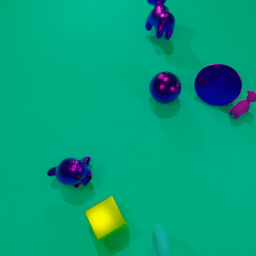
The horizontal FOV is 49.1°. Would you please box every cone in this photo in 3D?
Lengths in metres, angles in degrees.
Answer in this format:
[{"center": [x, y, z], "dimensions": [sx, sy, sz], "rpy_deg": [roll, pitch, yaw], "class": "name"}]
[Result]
[{"center": [3.098, -1.708, 9.357], "dimensions": [1.458, 1.458, 1.463], "rpy_deg": [24, 40, 11], "class": "cone"}]

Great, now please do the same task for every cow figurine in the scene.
[{"center": [3.653, -0.742, 8.773], "dimensions": [0.906, 0.892, 0.497], "rpy_deg": [-35, 70, -13], "class": "cow figurine"}, {"center": [1.210, -4.202, 10.057], "dimensions": [0.909, 1.629, 1.655], "rpy_deg": [-3, 39, -30], "class": "cow figurine"}]

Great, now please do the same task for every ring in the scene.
[{"center": [0.754, 2.835, 6.425], "dimensions": [0.237, 1.183, 1.183], "rpy_deg": [-4, 64, -7], "class": "ring"}]

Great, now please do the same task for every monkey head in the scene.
[{"center": [-1.480, 1.087, 7.762], "dimensions": [1.509, 0.909, 1.085], "rpy_deg": [-20, 41, 31], "class": "monkey head"}]

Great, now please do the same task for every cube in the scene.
[{"center": [-0.533, 2.392, 7.275], "dimensions": [0.825, 0.825, 0.825], "rpy_deg": [-28, 64, -8], "class": "cube"}]

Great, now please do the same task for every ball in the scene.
[{"center": [1.198, -1.296, 9.010], "dimensions": [1.043, 1.043, 1.043], "rpy_deg": [0, 64, 0], "class": "ball"}]
